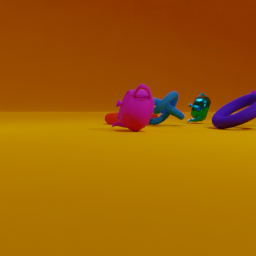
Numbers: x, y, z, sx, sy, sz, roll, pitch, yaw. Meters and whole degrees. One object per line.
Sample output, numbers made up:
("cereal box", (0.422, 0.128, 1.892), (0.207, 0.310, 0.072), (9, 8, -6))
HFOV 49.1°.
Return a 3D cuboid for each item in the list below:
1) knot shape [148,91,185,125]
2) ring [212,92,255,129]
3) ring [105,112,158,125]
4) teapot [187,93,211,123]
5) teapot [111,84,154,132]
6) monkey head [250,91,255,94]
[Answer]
("knot shape", (1.152, -0.646, 8.840), (1.448, 0.669, 1.355), (2, -26, -7))
("ring", (3.005, -0.476, 7.509), (1.602, 0.320, 1.602), (-30, 9, 5))
("ring", (0.119, -0.381, 10.280), (1.957, 0.391, 1.957), (-2, 5, 0))
("teapot", (2.662, -0.720, 10.585), (0.768, 1.569, 0.976), (18, -31, 14))
("teapot", (0.093, -0.430, 6.672), (0.804, 1.021, 1.642), (18, -42, -14))
("monkey head", (4.113, -0.837, 8.556), (1.099, 0.662, 0.791), (-30, 18, 21))
